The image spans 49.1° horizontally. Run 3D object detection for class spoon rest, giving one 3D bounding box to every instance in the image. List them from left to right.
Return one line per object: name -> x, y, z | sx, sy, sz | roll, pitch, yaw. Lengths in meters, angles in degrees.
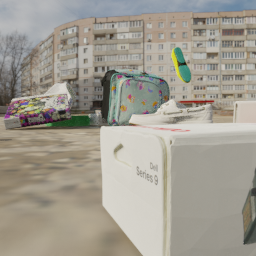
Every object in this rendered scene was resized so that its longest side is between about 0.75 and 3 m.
spoon rest -> -2.577, -1.039, 10.196 | 1.453, 0.886, 2.924 | -4, 22, 5

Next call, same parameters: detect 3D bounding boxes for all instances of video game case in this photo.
video game case -> -2.730, -0.604, 8.660 | 1.824, 0.360, 2.013 | -10, 24, -10

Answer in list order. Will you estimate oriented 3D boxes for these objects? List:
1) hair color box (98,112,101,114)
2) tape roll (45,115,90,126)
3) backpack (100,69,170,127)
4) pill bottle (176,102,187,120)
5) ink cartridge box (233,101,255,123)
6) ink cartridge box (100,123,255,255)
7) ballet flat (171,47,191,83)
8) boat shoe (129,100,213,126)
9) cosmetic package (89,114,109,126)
hair color box -> -0.467, -0.471, 12.831 | 1.729, 0.523, 0.865 | 0, 3, -10
tape roll -> -2.283, -0.291, 10.630 | 1.654, 0.398, 1.654 | 1, 3, 0
backpack -> 0.344, -0.983, 9.485 | 2.214, 1.946, 1.697 | -4, 18, -26
pill bottle -> 1.556, -0.547, 10.477 | 0.905, 0.905, 1.583 | -1, 3, -16
ink cartridge box -> 2.784, -0.040, 3.397 | 2.822, 0.631, 2.486 | 1, 2, 20
ink cartridge box -> 0.407, 0.179, 1.142 | 0.930, 0.407, 0.676 | 0, 2, -20
ballet flat -> 2.073, -2.412, 11.076 | 0.539, 1.614, 0.541 | -9, -17, -20
boat shoe -> 1.271, -0.414, 8.351 | 2.476, 0.858, 0.877 | 0, 3, 0
cosmetic package -> -1.068, -0.335, 10.932 | 0.642, 0.451, 1.266 | -1, 2, -25
